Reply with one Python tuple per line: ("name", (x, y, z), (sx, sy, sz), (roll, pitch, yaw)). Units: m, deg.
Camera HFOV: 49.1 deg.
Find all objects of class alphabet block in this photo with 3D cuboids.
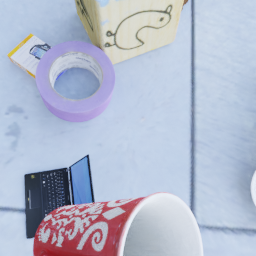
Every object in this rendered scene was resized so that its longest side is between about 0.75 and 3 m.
("alphabet block", (-0.108, -3.759, 7.820), (2.533, 2.593, 2.547), (-21, 70, -7))

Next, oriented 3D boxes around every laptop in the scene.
("laptop", (-1.655, 1.619, 6.582), (1.787, 0.923, 1.584), (-9, 68, -4))

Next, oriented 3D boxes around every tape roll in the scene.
("tape roll", (-1.382, -1.232, 7.567), (2.032, 0.863, 2.032), (2, 75, -7))

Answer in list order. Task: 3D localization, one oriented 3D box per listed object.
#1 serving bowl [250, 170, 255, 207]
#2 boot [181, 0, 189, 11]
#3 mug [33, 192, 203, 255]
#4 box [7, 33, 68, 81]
("serving bowl", (3.849, 1.444, 6.605), (1.821, 0.599, 1.821), (-1, 88, 19))
("boot", (1.693, -4.273, 9.231), (0.558, 0.390, 1.041), (31, 72, 17))
("mug", (-0.455, 1.579, 3.696), (1.912, 2.154, 1.437), (22, 65, -38))
("box", (-2.584, -1.983, 8.333), (1.733, 0.359, 1.032), (37, 73, 11))
